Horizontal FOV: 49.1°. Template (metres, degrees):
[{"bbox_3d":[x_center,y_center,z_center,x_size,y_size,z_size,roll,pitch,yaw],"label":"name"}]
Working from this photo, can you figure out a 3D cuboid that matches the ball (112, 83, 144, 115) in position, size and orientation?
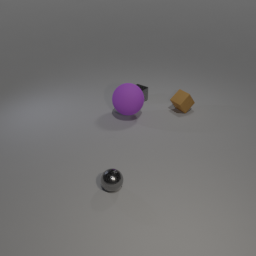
[{"bbox_3d":[0.006,-1.251,12.202,1.400,1.400,1.400,0,31,0],"label":"ball"}]

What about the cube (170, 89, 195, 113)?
[{"bbox_3d":[2.521,-1.239,12.973,0.700,0.700,0.700,-48,44,-3],"label":"cube"}]

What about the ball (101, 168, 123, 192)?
[{"bbox_3d":[-0.490,1.593,8.598,0.700,0.700,0.700,0,31,0],"label":"ball"}]

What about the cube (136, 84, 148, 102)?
[{"bbox_3d":[0.529,-1.705,13.991,0.700,0.700,0.700,23,39,33],"label":"cube"}]
